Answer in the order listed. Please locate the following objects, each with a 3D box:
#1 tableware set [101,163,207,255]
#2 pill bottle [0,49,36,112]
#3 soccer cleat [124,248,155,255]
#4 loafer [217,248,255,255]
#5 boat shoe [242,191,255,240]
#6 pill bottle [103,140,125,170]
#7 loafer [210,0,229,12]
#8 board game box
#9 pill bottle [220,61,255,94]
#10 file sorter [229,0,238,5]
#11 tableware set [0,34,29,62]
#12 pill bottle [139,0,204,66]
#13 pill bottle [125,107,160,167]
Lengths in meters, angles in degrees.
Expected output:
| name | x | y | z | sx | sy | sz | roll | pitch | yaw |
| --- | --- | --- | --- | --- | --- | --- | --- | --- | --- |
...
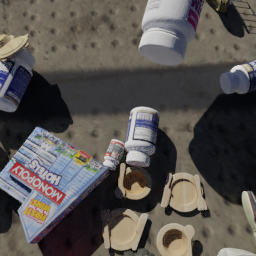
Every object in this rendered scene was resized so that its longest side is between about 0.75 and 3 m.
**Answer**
| name | x | y | z | sx | sy | sz | roll | pitch | yaw |
| --- | --- | --- | --- | --- | --- | --- | --- | --- | --- |
| tableware set | 0.707 | 2.236 | 7.619 | 2.850 | 0.331 | 2.381 | 10 | 69 | 3 |
| pill bottle | -3.641 | -1.525 | 8.704 | 1.072 | 1.072 | 1.853 | 16 | 69 | 6 |
| soccer cleat | -0.572 | 3.712 | 6.693 | 2.761 | 0.964 | 1.192 | -9 | 69 | -4 |
| loafer | 3.590 | 3.538 | 6.638 | 2.869 | 1.001 | 1.003 | 3 | 95 | 4 |
| boat shoe | 3.510 | 2.461 | 7.368 | 0.530 | 0.603 | 1.693 | -17 | 74 | 4 |
| pill bottle | -0.408 | 0.784 | 8.123 | 0.466 | 0.466 | 0.805 | 19 | 70 | 7 |
| loafer | 3.151 | -5.042 | 10.311 | 0.699 | 0.789 | 2.074 | -8 | 60 | 0 |
| board game box | -2.297 | 1.577 | 7.621 | 2.617 | 0.807 | 2.615 | 29 | 71 | 11 |
| pill bottle | 3.805 | -1.593 | 8.813 | 1.634 | 0.908 | 0.908 | -16 | 69 | -6 |
| file sorter | 3.849 | -5.162 | 10.108 | 0.622 | 1.000 | 0.694 | -20 | 68 | 15 |
| tableware set | -4.341 | -2.160 | 8.819 | 2.831 | 0.328 | 2.365 | -42 | 43 | -10 |
| pill bottle | 1.209 | -3.099 | 7.493 | 1.448 | 1.448 | 2.555 | 16 | 84 | 6 |
| pill bottle | 0.393 | 0.277 | 8.101 | 0.884 | 0.884 | 1.591 | 9 | 69 | 4 |
